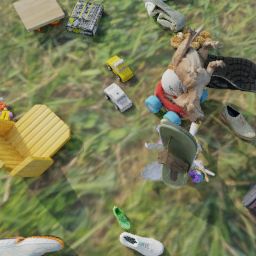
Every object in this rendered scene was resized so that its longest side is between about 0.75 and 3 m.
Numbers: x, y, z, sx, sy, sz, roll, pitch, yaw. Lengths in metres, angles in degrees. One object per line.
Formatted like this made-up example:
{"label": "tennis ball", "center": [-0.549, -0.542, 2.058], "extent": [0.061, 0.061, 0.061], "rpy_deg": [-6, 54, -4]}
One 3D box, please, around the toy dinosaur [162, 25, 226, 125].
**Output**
{"label": "toy dinosaur", "center": [1.638, -1.568, 7.701], "extent": [1.133, 1.789, 2.639], "rpy_deg": [6, 68, -19]}

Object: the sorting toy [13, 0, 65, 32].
{"label": "sorting toy", "center": [-3.506, -4.560, 11.197], "extent": [1.545, 0.538, 1.536], "rpy_deg": [-28, 70, -12]}

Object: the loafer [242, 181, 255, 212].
{"label": "loafer", "center": [4.457, 1.565, 8.316], "extent": [0.828, 0.945, 2.628], "rpy_deg": [43, 70, 13]}

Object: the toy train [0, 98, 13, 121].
{"label": "toy train", "center": [-4.447, -0.361, 9.466], "extent": [0.971, 0.360, 1.293], "rpy_deg": [27, 66, 13]}

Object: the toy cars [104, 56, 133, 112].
{"label": "toy cars", "center": [-0.339, -1.686, 9.943], "extent": [1.035, 0.511, 2.308], "rpy_deg": [1, 66, 1]}

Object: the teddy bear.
{"label": "teddy bear", "center": [2.441, -3.432, 10.714], "extent": [1.583, 0.529, 1.148], "rpy_deg": [10, 64, 4]}

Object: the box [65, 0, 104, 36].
{"label": "box", "center": [-1.716, -4.427, 11.261], "extent": [1.156, 0.320, 1.443], "rpy_deg": [13, 67, 6]}

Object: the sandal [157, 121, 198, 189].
{"label": "sandal", "center": [1.180, 0.870, 7.183], "extent": [0.990, 2.493, 0.711], "rpy_deg": [20, 48, 29]}

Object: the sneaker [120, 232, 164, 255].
{"label": "sneaker", "center": [0.375, 3.225, 7.748], "extent": [1.260, 0.557, 0.474], "rpy_deg": [13, 65, 6]}

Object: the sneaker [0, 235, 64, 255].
{"label": "sneaker", "center": [-2.684, 3.431, 7.656], "extent": [1.916, 0.725, 0.881], "rpy_deg": [-5, 73, 6]}

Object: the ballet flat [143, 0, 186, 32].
{"label": "ballet flat", "center": [1.257, -4.608, 11.108], "extent": [2.291, 0.772, 0.730], "rpy_deg": [40, 76, 15]}

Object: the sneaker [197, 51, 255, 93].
{"label": "sneaker", "center": [3.060, -1.701, 9.071], "extent": [2.587, 1.133, 0.980], "rpy_deg": [20, 78, 9]}

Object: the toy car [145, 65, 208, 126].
{"label": "toy car", "center": [1.645, -1.252, 8.993], "extent": [1.733, 1.880, 1.663], "rpy_deg": [-42, 71, -16]}

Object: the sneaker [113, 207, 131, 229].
{"label": "sneaker", "center": [-0.196, 2.623, 8.146], "extent": [0.279, 0.315, 0.754], "rpy_deg": [-35, 71, -15]}

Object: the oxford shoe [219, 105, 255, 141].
{"label": "oxford shoe", "center": [3.655, -0.174, 9.262], "extent": [0.510, 0.531, 1.440], "rpy_deg": [-40, 72, -16]}

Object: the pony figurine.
{"label": "pony figurine", "center": [1.441, 0.677, 8.417], "extent": [2.027, 1.748, 2.099], "rpy_deg": [3, 47, -2]}

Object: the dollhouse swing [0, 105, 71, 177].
{"label": "dollhouse swing", "center": [-3.097, 0.173, 8.553], "extent": [2.016, 1.832, 1.772], "rpy_deg": [41, 93, 17]}
